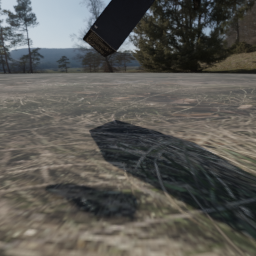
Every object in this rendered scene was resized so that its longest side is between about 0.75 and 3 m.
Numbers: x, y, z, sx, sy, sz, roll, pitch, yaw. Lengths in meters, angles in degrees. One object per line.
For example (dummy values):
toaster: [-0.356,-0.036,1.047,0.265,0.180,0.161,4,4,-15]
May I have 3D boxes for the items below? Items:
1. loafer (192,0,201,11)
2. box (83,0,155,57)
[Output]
loafer: [1.886,-3.990,8.084,0.421,1.200,0.407,-1,47,17]
box: [-0.419,-3.831,10.024,1.166,2.239,2.039,37,-2,-17]
